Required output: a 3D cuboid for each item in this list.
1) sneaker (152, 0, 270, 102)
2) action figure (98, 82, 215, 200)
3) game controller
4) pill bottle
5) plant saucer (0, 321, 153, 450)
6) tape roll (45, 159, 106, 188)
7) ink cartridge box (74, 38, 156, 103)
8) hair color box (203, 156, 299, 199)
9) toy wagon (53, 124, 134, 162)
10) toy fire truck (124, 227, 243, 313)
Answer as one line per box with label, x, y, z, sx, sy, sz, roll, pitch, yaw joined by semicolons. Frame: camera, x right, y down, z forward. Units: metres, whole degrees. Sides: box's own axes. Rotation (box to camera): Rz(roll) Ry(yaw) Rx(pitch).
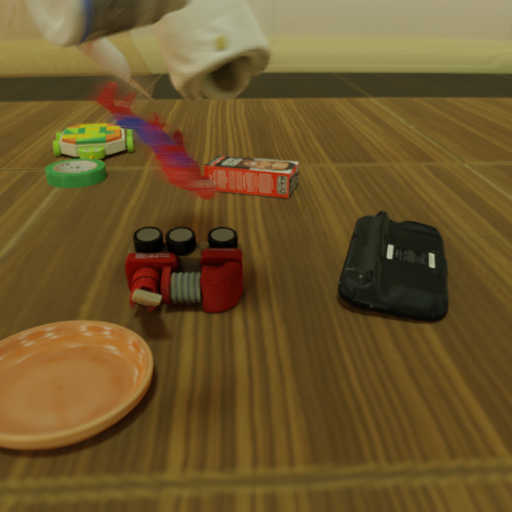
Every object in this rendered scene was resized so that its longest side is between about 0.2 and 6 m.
sneaker;-0.759;-2.361;5.550;1.156;1.813;3.138;-25;18;0
action figure;-1.016;-1.222;6.057;1.736;0.449;0.568;50;12;18
game controller;1.919;0.080;7.661;1.352;0.546;2.591;20;29;7
pill bottle;-0.615;-1.170;2.427;0.381;0.381;0.670;22;43;37
plant saucer;-1.873;1.218;5.345;1.774;0.332;1.774;1;26;0
tape roll;-3.672;-1.690;11.424;1.170;0.281;1.170;1;26;0
ink cartridge box;-1.421;-1.935;5.139;1.098;0.313;0.892;32;0;20
hair color box;-0.085;-1.544;10.843;1.693;0.518;0.859;8;26;14
toy wagon;-3.812;-2.643;13.186;1.805;0.460;2.326;-6;26;-11
toy fire truck;-0.885;0.310;6.622;1.443;1.055;1.639;1;37;0
